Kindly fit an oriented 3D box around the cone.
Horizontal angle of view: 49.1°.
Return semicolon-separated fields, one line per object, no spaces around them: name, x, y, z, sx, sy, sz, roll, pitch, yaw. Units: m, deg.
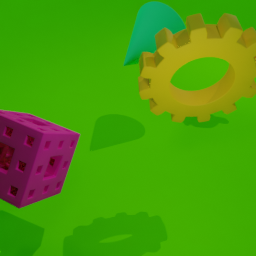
cone;0.397;-2.064;7.192;1.628;1.628;1.634;28;61;29

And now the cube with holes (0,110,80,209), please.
cube with holes;-1.743;0.446;4.735;1.172;1.172;1.172;20;4;16

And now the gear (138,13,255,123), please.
gear;1.139;-0.829;4.455;1.935;1.935;0.358;-1;52;-1
